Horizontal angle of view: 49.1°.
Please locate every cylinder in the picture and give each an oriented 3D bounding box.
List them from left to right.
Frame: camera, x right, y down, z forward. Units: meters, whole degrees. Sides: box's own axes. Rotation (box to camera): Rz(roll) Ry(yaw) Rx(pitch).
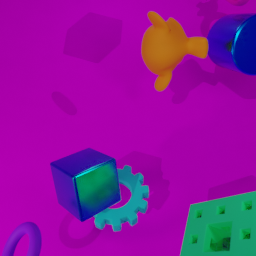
[{"bbox_3d":[2.693,-1.970,6.519,1.301,1.301,1.301,-4,111,-10],"label":"cylinder"}]

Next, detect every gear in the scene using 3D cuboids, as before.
[{"bbox_3d":[-0.292,1.461,6.081,1.467,0.271,1.467,-1,47,1],"label":"gear"}]

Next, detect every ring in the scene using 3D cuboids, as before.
[{"bbox_3d":[-2.036,2.349,5.316,1.110,0.222,1.110,-25,47,31],"label":"ring"}]

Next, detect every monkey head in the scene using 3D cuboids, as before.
[{"bbox_3d":[1.021,-1.802,6.473,1.393,1.936,1.166,24,50,36],"label":"monkey head"}]

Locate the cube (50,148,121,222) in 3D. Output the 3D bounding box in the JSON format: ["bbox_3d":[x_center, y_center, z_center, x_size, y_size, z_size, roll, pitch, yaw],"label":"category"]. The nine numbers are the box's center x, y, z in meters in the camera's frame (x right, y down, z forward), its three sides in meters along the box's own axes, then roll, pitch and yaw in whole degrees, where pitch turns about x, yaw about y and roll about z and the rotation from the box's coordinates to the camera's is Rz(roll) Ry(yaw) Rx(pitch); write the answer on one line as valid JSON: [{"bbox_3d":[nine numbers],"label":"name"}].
[{"bbox_3d":[-0.791,1.017,5.280,0.908,0.908,0.908,-21,23,-36],"label":"cube"}]

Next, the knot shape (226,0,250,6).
[{"bbox_3d":[2.269,-3.617,6.345,0.881,1.906,1.784,-44,110,-37],"label":"knot shape"}]

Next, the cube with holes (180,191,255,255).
[{"bbox_3d":[1.790,2.015,4.340,1.336,1.336,1.336,41,47,-19],"label":"cube with holes"}]
